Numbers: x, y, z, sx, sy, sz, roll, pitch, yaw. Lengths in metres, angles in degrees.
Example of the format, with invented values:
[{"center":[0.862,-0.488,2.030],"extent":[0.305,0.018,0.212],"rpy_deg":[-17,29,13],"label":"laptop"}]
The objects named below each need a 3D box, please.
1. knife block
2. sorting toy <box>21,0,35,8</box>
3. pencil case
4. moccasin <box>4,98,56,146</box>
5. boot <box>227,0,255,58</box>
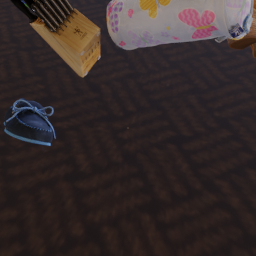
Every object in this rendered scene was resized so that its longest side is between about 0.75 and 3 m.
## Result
[{"center":[-1.531,-2.183,5.920],"extent":[1.939,2.208,0.707],"rpy_deg":[38,81,0],"label":"knife block"},{"center":[-2.439,-3.191,7.169],"extent":[1.007,0.932,0.184],"rpy_deg":[24,88,-1],"label":"sorting toy"},{"center":[0.883,-2.165,5.374],"extent":[2.792,1.266,1.161],"rpy_deg":[10,86,41],"label":"pencil case"},{"center":[-0.838,-0.092,2.280],"extent":[0.891,0.359,0.304],"rpy_deg":[22,90,50],"label":"moccasin"},{"center":[2.818,-2.599,6.009],"extent":[2.449,0.902,1.895],"rpy_deg":[-1,82,-42],"label":"boot"}]
